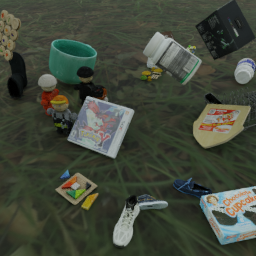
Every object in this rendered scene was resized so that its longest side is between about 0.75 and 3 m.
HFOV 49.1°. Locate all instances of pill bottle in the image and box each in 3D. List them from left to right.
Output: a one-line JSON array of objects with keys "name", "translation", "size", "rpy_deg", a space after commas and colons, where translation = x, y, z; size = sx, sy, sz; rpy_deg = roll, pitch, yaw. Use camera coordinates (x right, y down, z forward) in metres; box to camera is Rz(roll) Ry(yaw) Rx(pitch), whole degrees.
[{"name": "pill bottle", "translation": [1.772, -2.838, 11.354], "size": [2.151, 1.217, 1.217], "rpy_deg": [36, 41, -2]}, {"name": "pill bottle", "translation": [6.078, -2.933, 14.591], "size": [0.934, 0.934, 1.561], "rpy_deg": [15, 39, 20]}]

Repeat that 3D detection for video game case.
[{"name": "video game case", "translation": [-1.012, -0.080, 10.243], "size": [2.038, 0.234, 1.857], "rpy_deg": [18, 79, 24]}]

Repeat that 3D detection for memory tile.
[{"name": "memory tile", "translation": [-4.443, -3.368, 10.219], "size": [1.215, 1.585, 0.133], "rpy_deg": [37, 25, 25]}]

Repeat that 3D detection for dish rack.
[{"name": "dish rack", "translation": [4.937, -0.923, 11.722], "size": [2.954, 0.806, 2.266], "rpy_deg": [-16, 39, -8]}]

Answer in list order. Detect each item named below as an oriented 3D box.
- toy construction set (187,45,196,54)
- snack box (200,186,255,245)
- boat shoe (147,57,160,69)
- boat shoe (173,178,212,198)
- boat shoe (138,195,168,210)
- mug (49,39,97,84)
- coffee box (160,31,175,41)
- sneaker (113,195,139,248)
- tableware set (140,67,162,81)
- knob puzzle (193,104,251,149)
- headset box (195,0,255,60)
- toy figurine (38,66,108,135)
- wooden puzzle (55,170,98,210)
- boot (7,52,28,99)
[{"name": "toy construction set", "translation": [3.457, -4.887, 17.568], "size": [0.915, 0.643, 1.396], "rpy_deg": [-47, 44, -16]}, {"name": "snack box", "translation": [3.313, 2.298, 7.699], "size": [2.276, 0.422, 1.322], "rpy_deg": [-8, 36, -11]}, {"name": "boat shoe", "translation": [2.125, -3.725, 15.891], "size": [2.079, 0.694, 0.765], "rpy_deg": [1, 36, 2]}, {"name": "boat shoe", "translation": [1.973, 1.752, 8.479], "size": [1.176, 0.404, 0.495], "rpy_deg": [13, 38, 18]}, {"name": "boat shoe", "translation": [0.706, 2.104, 8.070], "size": [0.841, 0.298, 0.382], "rpy_deg": [-3, 40, 0]}, {"name": "mug", "translation": [-2.659, -3.274, 14.278], "size": [2.705, 1.673, 2.223], "rpy_deg": [-11, 42, -40]}, {"name": "coffee box", "translation": [2.078, -4.640, 16.145], "size": [0.666, 1.670, 0.955], "rpy_deg": [-13, 71, -17]}, {"name": "sneaker", "translation": [-0.069, 2.332, 7.283], "size": [0.513, 0.783, 1.360], "rpy_deg": [11, 45, 15]}, {"name": "tableware set", "translation": [1.292, -2.932, 15.229], "size": [1.020, 0.232, 1.514], "rpy_deg": [9, 38, 18]}, {"name": "knob puzzle", "translation": [3.365, -0.017, 10.516], "size": [2.272, 0.315, 2.272], "rpy_deg": [-26, 36, 20]}, {"name": "headset box", "translation": [3.367, -3.373, 9.770], "size": [0.802, 1.506, 1.730], "rpy_deg": [-33, 6, -9]}, {"name": "toy figurine", "translation": [-2.167, -1.216, 11.394], "size": [2.614, 1.818, 2.573], "rpy_deg": [-15, 38, -21]}, {"name": "wooden puzzle", "translation": [-1.565, 1.822, 8.578], "size": [1.570, 0.184, 1.059], "rpy_deg": [21, 40, 27]}, {"name": "boot", "translation": [-5.298, -2.460, 13.177], "size": [0.715, 1.932, 1.583], "rpy_deg": [-5, 30, -1]}]
